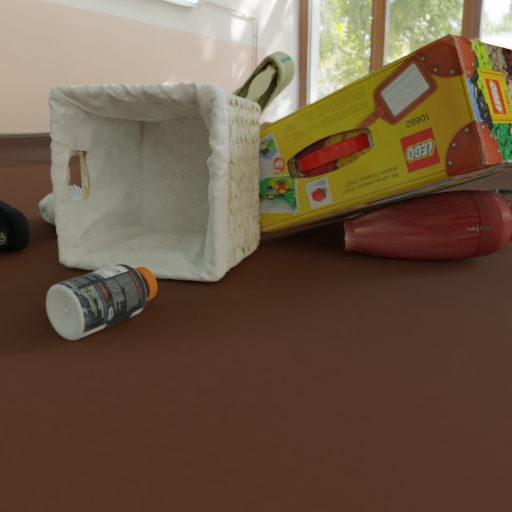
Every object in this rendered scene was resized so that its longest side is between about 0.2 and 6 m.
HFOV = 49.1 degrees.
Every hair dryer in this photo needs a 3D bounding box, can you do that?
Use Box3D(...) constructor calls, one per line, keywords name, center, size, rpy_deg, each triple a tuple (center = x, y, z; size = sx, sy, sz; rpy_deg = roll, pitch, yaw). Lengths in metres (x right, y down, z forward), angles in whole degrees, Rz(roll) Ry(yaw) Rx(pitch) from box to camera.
Box3D(name="hair dryer", center=(2.986, -0.448, 9.314), size=(3.868, 1.051, 2.946), rpy_deg=(-6, -1, -35))

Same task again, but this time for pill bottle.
Box3D(name="pill bottle", center=(-1.609, 0.444, 6.055), size=(0.611, 0.611, 1.150), rpy_deg=(11, 19, 33))

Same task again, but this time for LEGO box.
Box3D(name="LEGO box", center=(2.077, -1.685, 8.968), size=(3.183, 1.649, 4.273), rpy_deg=(-14, -1, -44))

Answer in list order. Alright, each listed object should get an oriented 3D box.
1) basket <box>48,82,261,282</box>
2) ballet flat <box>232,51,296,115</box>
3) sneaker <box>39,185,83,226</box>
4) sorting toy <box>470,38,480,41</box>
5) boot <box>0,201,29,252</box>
Box3D(name="basket", center=(-1.306, -1.139, 8.189), size=(2.571, 2.548, 2.068), rpy_deg=(6, 14, 19))
Box3D(name="ballet flat", center=(-0.166, -2.503, 9.298), size=(0.721, 2.075, 0.721), rpy_deg=(30, 32, -21))
Box3D(name="sneaker", center=(-3.637, -0.854, 10.555), size=(0.945, 0.897, 2.347), rpy_deg=(-10, 10, -5))
Box3D(name="sorting toy", center=(3.402, -2.746, 9.987), size=(1.822, 1.686, 0.332), rpy_deg=(-18, 33, 41))
Box3D(name="boot", center=(-5.092, -0.503, 8.774), size=(2.458, 0.939, 2.065), rpy_deg=(20, 21, 37))
